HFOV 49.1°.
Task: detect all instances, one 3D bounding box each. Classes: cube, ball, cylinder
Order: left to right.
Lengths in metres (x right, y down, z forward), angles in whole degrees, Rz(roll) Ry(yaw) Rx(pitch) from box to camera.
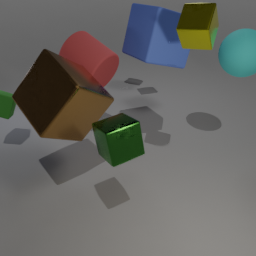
[{"bbox_3d":[-3.938,-0.753,8.774,0.700,0.700,0.700,17,10,-14],"label":"cube"},{"bbox_3d":[-1.481,-0.687,6.487,1.400,1.400,1.400,47,17,25],"label":"cube"},{"bbox_3d":[-1.241,-2.130,8.969,1.400,1.400,1.400,39,43,14],"label":"cylinder"},{"bbox_3d":[-0.187,0.204,5.339,0.700,0.700,0.700,-21,25,-22],"label":"cube"},{"bbox_3d":[0.870,-2.612,7.970,1.400,1.400,1.400,0,24,-32],"label":"cube"},{"bbox_3d":[1.546,-2.222,6.163,0.700,0.700,0.700,11,73,26],"label":"cube"},{"bbox_3d":[3.427,-2.224,8.352,1.400,1.400,1.400,0,31,0],"label":"ball"}]
